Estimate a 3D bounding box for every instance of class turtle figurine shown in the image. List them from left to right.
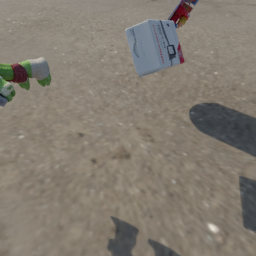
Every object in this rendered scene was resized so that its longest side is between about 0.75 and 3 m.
[{"bbox_3d":[-2.506,-0.555,5.010,2.164,1.606,2.232,-23,75,-50],"label":"turtle figurine"}]

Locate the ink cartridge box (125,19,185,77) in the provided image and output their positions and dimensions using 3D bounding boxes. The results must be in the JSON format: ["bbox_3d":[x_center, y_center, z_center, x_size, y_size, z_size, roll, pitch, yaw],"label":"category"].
[{"bbox_3d":[0.649,-1.800,6.256,0.597,1.040,1.432,-11,11,33],"label":"ink cartridge box"}]

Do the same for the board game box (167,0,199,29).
[{"bbox_3d":[1.384,-3.067,8.470,0.465,2.390,1.888,35,50,-3],"label":"board game box"}]
